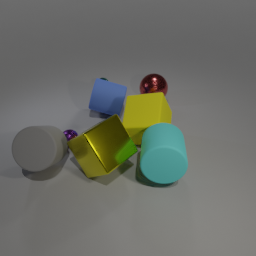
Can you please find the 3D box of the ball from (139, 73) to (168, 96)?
[{"bbox_3d":[1.256,-1.964,13.730,1.400,1.400,1.400,0,32,0],"label":"ball"}]

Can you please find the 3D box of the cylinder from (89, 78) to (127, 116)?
[{"bbox_3d":[-0.897,-1.346,12.412,1.400,1.400,1.400,15,32,-6],"label":"cylinder"}]

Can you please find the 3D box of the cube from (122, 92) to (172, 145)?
[{"bbox_3d":[0.742,-0.308,10.364,1.400,1.400,1.400,-3,61,23],"label":"cube"}]

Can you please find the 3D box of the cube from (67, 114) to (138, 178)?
[{"bbox_3d":[-0.835,0.604,9.020,1.400,1.400,1.400,-34,7,-35],"label":"cube"}]

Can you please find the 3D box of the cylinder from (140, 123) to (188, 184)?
[{"bbox_3d":[1.104,0.765,8.766,1.400,1.400,1.400,3,31,4],"label":"cylinder"}]

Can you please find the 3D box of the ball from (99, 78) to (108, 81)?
[{"bbox_3d":[-1.341,-2.342,14.970,0.700,0.700,0.700,0,32,0],"label":"ball"}]

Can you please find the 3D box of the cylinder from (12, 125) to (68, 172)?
[{"bbox_3d":[-2.818,0.623,9.144,1.400,1.400,1.400,1,1,2],"label":"cylinder"}]

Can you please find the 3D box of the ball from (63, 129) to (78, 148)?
[{"bbox_3d":[-2.218,0.395,10.648,0.700,0.700,0.700,0,32,0],"label":"ball"}]
